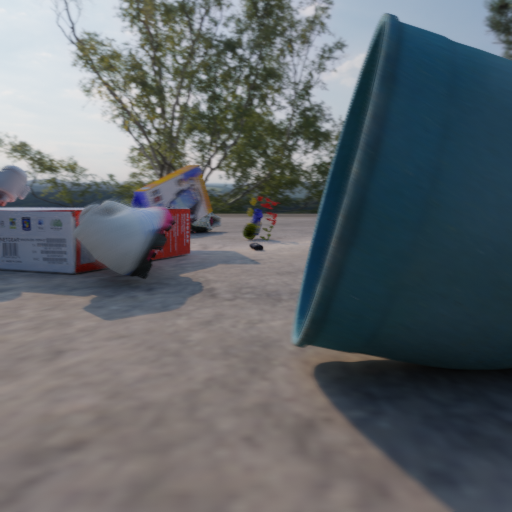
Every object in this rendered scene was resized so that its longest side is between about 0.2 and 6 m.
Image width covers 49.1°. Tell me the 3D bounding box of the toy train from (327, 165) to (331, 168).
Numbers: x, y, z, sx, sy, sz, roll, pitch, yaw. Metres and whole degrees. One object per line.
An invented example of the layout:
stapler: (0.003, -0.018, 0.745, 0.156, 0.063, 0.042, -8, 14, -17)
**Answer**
toy train: (1.977, -0.980, 11.250, 1.854, 1.073, 0.785, 30, -15, 15)

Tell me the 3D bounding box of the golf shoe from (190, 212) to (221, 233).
golf shoe: (-1.961, -1.198, 16.970, 1.263, 1.106, 2.866, 8, 7, 11)

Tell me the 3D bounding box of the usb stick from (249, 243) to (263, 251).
usb stick: (0.003, -0.180, 10.975, 0.197, 0.116, 0.712, 0, 6, -8)

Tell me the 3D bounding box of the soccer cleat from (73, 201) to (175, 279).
soccer cleat: (-1.597, -0.363, 6.887, 1.005, 0.813, 2.328, 30, 3, -10)

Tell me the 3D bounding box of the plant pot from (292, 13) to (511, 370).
plant pot: (1.235, -0.179, 3.056, 1.691, 1.799, 1.799, 14, 6, 2)

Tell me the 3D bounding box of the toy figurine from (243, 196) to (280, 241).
toy figurine: (0.078, -0.725, 14.202, 0.741, 1.404, 0.841, 14, -35, 0)

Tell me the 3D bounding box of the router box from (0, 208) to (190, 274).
router box: (-3.235, -0.353, 8.938, 3.369, 0.823, 3.024, 2, 6, 22)

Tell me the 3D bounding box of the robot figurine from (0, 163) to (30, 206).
robot figurine: (-3.455, -1.009, 7.823, 0.535, 0.631, 0.356, 35, -31, -25)

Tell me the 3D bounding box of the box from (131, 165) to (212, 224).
box: (-1.680, -1.036, 11.174, 0.370, 1.061, 1.782, 4, 29, 37)
